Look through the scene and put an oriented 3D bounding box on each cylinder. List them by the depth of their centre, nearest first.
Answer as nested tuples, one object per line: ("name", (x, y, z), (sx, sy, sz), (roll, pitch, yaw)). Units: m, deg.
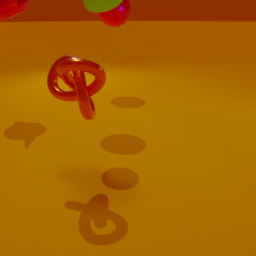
("cylinder", (-0.730, -3.707, 7.164), (1.038, 1.038, 1.038), (-15, -4, -1))

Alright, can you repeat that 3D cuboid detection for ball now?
("ball", (-0.517, -4.373, 10.295), (1.264, 1.264, 1.264), (0, 23, 0))

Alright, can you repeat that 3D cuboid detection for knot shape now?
("knot shape", (-0.820, -0.649, 4.694), (1.193, 1.116, 0.551), (5, 35, 46))

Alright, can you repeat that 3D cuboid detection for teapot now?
("teapot", (-3.397, -3.573, 7.797), (1.154, 0.909, 1.857), (-35, 29, -19))
